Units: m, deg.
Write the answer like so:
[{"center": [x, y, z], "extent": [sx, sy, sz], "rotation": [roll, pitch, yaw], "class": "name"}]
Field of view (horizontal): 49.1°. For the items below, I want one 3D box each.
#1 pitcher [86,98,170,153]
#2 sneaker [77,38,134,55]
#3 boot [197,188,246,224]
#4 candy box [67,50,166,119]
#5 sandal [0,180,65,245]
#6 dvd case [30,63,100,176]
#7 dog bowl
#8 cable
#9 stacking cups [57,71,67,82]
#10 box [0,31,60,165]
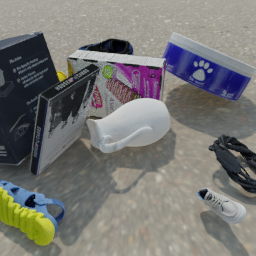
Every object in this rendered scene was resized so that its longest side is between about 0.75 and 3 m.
[{"center": [0.093, 0.023, 6.381], "extent": [1.819, 1.103, 1.561], "rotation": [-17, 23, -13], "class": "pitcher"}, {"center": [-0.917, -2.880, 10.238], "extent": [2.220, 0.779, 0.865], "rotation": [-3, -10, 9], "class": "sneaker"}, {"center": [1.511, 1.283, 4.730], "extent": [0.484, 1.013, 0.373], "rotation": [34, 80, -6], "class": "boot"}, {"center": [-0.311, -1.065, 7.457], "extent": [2.456, 1.675, 0.749], "rotation": [8, 32, 11], "class": "candy box"}, {"center": [-1.772, 1.392, 4.964], "extent": [1.669, 0.663, 0.727], "rotation": [25, 28, 23], "class": "sandal"}, {"center": [-1.325, -0.153, 5.812], "extent": [0.264, 2.134, 1.604], "rotation": [32, 41, 9], "class": "dvd case"}, {"center": [2.304, -1.830, 8.296], "extent": [2.608, 1.027, 2.608], "rotation": [20, 20, -8], "class": "dog bowl"}, {"center": [2.455, 0.768, 5.889], "extent": [1.559, 0.396, 1.272], "rotation": [43, 32, 23], "class": "cable"}, {"center": [-2.470, -1.012, 8.381], "extent": [0.538, 0.538, 1.780], "rotation": [14, 48, 20], "class": "stacking cups"}, {"center": [-2.633, -0.720, 6.273], "extent": [1.312, 2.234, 2.197], "rotation": [-1, 29, 24], "class": "box"}]
